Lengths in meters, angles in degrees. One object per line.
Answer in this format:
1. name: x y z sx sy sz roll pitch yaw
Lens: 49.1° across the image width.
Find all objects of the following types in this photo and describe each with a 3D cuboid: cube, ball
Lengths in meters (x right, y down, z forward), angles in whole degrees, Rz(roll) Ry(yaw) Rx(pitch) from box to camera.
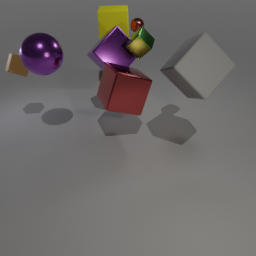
1. cube: -4.246 -2.431 10.823 0.700 0.700 0.700 13 5 -33
2. cube: 2.121 -1.878 8.733 1.400 1.400 1.400 -49 14 -1
3. cube: -0.686 -5.026 13.474 1.400 1.400 1.400 -2 33 0
4. cube: 0.460 -3.104 10.230 0.700 0.700 0.700 -31 30 40
5. cube: -0.176 -1.440 10.275 1.400 1.400 1.400 7 24 -26
6. ball: 0.458 -5.077 13.860 0.700 0.700 0.700 0 32 0
7. cube: -0.585 -2.998 11.259 1.400 1.400 1.400 -49 20 -4
8. ball: -2.887 -2.468 9.405 1.400 1.400 1.400 0 32 0
